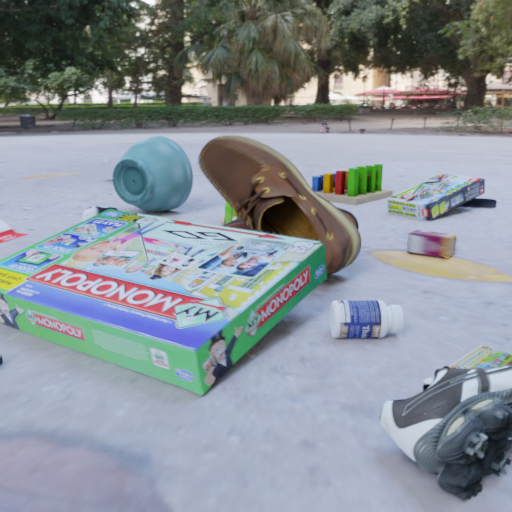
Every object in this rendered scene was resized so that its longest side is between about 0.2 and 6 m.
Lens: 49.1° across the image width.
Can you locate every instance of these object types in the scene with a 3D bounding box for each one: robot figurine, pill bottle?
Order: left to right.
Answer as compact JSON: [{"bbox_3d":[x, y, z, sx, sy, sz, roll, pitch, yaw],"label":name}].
[{"bbox_3d":[-3.290,-0.802,12.120,0.882,0.663,0.550,1,25,-30],"label":"robot figurine"},{"bbox_3d":[1.332,0.769,6.797,0.824,0.457,0.457,-1,16,0],"label":"pill bottle"}]

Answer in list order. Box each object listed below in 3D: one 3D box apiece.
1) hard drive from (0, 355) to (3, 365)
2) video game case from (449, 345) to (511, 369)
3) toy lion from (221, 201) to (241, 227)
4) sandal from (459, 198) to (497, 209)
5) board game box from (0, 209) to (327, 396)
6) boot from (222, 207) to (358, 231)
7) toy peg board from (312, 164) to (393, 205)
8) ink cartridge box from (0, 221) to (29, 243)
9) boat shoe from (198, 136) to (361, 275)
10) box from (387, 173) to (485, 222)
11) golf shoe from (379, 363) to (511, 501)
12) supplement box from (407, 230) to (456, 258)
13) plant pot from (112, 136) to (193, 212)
[{"bbox_3d":[-3.092,1.226,5.762,0.562,0.132,0.805,2,16,7],"label":"hard drive"},{"bbox_3d":[2.537,1.221,5.850,0.892,0.102,0.812,-16,22,-41],"label":"video game case"},{"bbox_3d":[-0.549,-1.260,12.918,0.385,1.074,1.120,2,16,8],"label":"toy lion"},{"bbox_3d":[5.555,-1.573,15.284,1.867,0.400,0.710,3,16,11],"label":"sandal"},{"bbox_3d":[-1.488,0.300,7.384,4.048,0.589,2.724,10,28,32],"label":"board game box"},{"bbox_3d":[0.345,-0.135,9.156,2.622,0.954,2.785,3,17,9],"label":"boot"},{"bbox_3d":[2.699,-2.225,16.562,1.985,0.975,1.993,15,21,42],"label":"toy peg board"},{"bbox_3d":[-5.559,-0.518,11.771,1.165,0.292,0.937,4,16,19],"label":"ink cartridge box"},{"bbox_3d":[0.249,-0.880,8.998,3.167,1.140,1.070,41,27,14],"label":"boat shoe"},{"bbox_3d":[4.617,-1.539,14.330,2.376,0.412,1.308,-25,27,-33],"label":"box"},{"bbox_3d":[1.965,1.170,4.736,2.095,0.814,0.990,-9,18,-34],"label":"golf shoe"},{"bbox_3d":[3.266,-0.225,10.423,0.771,0.398,0.505,10,15,31],"label":"supplement box"},{"bbox_3d":[-2.714,-1.924,13.866,1.916,1.916,1.284,8,21,26],"label":"plant pot"}]
